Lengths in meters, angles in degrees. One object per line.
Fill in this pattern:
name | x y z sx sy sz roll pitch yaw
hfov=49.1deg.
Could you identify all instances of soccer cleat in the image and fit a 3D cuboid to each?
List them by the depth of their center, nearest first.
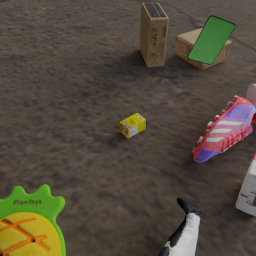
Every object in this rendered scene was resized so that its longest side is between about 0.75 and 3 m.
soccer cleat | 2.959 0.102 8.178 1.130 0.986 2.956 37 54 17

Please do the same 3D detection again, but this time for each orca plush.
orca plush | 0.731 2.555 5.562 0.877 1.298 2.467 -13 46 39

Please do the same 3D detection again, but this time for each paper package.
paper package | 3.151 -3.420 11.905 1.648 0.894 1.729 -24 47 -23

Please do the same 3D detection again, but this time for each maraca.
maraca | -2.084 2.313 5.339 1.846 1.441 2.693 -1 50 -1

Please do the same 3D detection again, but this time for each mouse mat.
mouse mat | 1.971 -2.044 6.631 0.882 1.096 0.041 5 39 -31

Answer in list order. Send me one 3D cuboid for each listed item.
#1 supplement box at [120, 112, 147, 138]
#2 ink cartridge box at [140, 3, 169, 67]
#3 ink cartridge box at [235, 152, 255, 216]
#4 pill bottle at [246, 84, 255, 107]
supplement box | 0.170 -0.088 8.707 0.764 0.416 0.418 -28 50 -27
ink cartridge box | 1.016 -3.821 11.492 0.771 2.053 1.691 -6 45 -6
ink cartridge box | 3.043 1.272 6.590 0.563 1.328 0.967 22 48 22
pill bottle | 5.037 -1.082 9.286 1.917 1.074 1.074 -1 43 -2
